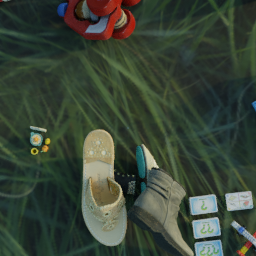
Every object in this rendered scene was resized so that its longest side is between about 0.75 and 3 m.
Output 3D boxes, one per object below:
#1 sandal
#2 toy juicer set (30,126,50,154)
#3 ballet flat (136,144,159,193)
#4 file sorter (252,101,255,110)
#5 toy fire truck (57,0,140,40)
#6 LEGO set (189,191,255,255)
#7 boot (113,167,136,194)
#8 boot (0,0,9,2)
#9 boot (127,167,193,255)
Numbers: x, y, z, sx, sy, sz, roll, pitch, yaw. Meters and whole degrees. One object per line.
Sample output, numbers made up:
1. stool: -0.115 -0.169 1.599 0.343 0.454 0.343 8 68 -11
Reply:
1. sandal: -0.650 1.619 6.851 1.139 1.022 3.106 -6 94 -3
2. toy juicer set: -2.445 0.304 7.761 0.520 0.222 0.817 -8 82 -1
3. ballet flat: 0.606 1.348 7.494 0.586 0.634 1.880 -5 89 -19
4. file sorter: 4.245 -0.364 7.551 0.940 0.831 1.354 -25 82 -4
5. toy fire truck: -0.888 -3.700 7.882 2.165 1.446 2.578 11 81 26
6. LEGO set: 2.840 2.562 7.307 2.256 0.554 1.685 -6 86 -1
7. boot: -0.266 1.192 7.524 0.949 0.453 1.256 2 88 -1
8. boot: -4.338 -4.696 8.232 1.480 0.743 2.052 -7 86 0
9. boot: 1.136 2.152 7.002 2.326 0.788 1.519 48 60 -20
